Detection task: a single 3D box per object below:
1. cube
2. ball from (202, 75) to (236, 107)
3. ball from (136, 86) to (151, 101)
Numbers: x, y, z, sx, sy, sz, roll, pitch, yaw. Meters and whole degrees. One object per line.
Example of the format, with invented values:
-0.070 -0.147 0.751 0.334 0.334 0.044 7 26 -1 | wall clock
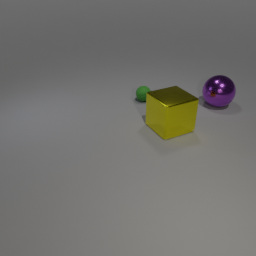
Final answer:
1.614 -0.609 10.569 1.400 1.400 1.400 -15 34 -23 | cube
3.963 -1.602 12.218 1.400 1.400 1.400 0 31 0 | ball
0.710 -1.580 12.807 0.700 0.700 0.700 0 31 0 | ball
